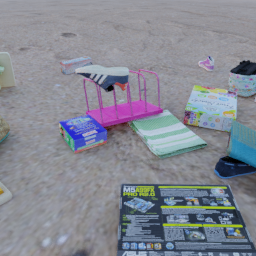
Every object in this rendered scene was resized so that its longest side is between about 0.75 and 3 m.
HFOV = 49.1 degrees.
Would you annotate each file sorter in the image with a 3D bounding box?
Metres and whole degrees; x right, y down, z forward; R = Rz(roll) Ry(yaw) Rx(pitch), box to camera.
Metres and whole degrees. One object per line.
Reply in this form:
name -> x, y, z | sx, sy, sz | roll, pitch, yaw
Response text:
file sorter -> -0.213, -1.138, 9.577 | 2.284, 1.432, 1.587 | -14, 22, -22

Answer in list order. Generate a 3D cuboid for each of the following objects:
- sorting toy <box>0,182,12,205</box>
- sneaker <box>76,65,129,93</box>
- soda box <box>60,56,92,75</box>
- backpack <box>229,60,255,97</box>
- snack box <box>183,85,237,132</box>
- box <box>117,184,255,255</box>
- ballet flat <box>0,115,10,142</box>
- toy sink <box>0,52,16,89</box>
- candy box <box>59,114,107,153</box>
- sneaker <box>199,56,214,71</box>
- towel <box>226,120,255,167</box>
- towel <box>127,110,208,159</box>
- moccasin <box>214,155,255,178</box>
sorting toy -> -3.454, 1.550, 6.554 | 1.065, 0.210, 1.150 | -27, 41, -37
sneaker -> -0.790, -1.434, 8.300 | 1.735, 0.733, 0.650 | 11, 27, 26
soda box -> -2.570, -3.148, 14.026 | 1.597, 0.546, 0.508 | -23, 38, -33
backpack -> 5.050, -2.083, 11.641 | 1.892, 1.197, 1.579 | -25, 27, -35
snack box -> 2.995, -0.768, 10.006 | 1.637, 0.610, 2.303 | 11, 33, 17
box -> 1.028, 1.961, 5.548 | 2.454, 0.543, 1.966 | 0, 31, 0
ballet flat -> -4.162, 0.399, 7.647 | 1.006, 0.932, 2.854 | -12, 28, 4
toy sink -> -5.941, -2.083, 11.320 | 2.349, 1.531, 1.316 | -7, 32, -13
candy box -> -1.401, 0.137, 8.628 | 1.075, 0.490, 1.272 | -16, 33, -27
sneaker -> 4.054, -3.405, 14.352 | 0.425, 0.669, 1.173 | -13, 32, -17
towel -> 3.687, 0.728, 7.269 | 2.311, 0.251, 1.695 | 27, 35, 9
towel -> 1.149, 0.109, 8.900 | 1.712, 0.262, 2.244 | -12, 33, -21
moccasin -> 3.052, 0.872, 7.330 | 1.661, 0.566, 0.668 | -16, 34, -24
